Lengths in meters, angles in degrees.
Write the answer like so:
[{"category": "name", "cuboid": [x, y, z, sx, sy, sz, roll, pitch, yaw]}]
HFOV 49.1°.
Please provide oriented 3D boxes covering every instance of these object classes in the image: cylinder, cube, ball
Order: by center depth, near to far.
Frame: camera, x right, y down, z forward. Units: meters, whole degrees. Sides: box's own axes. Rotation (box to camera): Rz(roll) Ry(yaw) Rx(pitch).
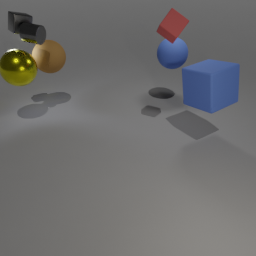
[{"category": "cube", "cuboid": [1.453, -3.331, 9.180, 0.700, 0.700, 0.700, 36, 0, -3]}, {"category": "cube", "cuboid": [2.922, -1.525, 9.959, 1.400, 1.400, 1.400, -22, 29, -26]}, {"category": "cylinder", "cuboid": [-3.501, -3.477, 10.330, 0.700, 0.700, 0.700, 14, 32, 11]}, {"category": "cube", "cuboid": [-4.130, -4.010, 10.717, 0.700, 0.700, 0.700, -10, 32, -38]}, {"category": "ball", "cuboid": [-4.217, -2.308, 10.786, 1.400, 1.400, 1.400, 0, 30, 0]}, {"category": "ball", "cuboid": [-3.382, -3.063, 12.036, 1.400, 1.400, 1.400, 0, 30, 0]}, {"category": "ball", "cuboid": [2.006, -3.373, 12.641, 1.400, 1.400, 1.400, 0, 30, 0]}]
